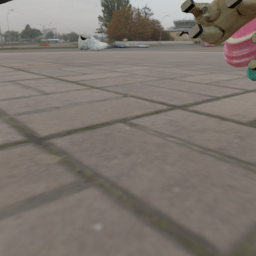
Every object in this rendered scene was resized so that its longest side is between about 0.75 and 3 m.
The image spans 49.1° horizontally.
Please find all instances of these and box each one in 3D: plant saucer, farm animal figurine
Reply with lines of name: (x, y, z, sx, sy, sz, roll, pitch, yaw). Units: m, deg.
plant saucer: (3.217, -2.437, 6.642, 2.268, 0.575, 2.268, -39, 22, 19)
farm animal figurine: (2.488, -2.027, 4.625, 1.458, 2.341, 2.899, -2, 36, -38)

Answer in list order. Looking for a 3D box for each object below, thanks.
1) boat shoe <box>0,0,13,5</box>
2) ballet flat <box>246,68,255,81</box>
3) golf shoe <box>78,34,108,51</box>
boat shoe: (-1.954, -2.707, 4.915, 2.340, 0.850, 0.734, -18, -9, -3)
ballet flat: (3.497, -1.754, 7.703, 0.449, 0.469, 1.334, -3, 32, 28)
golf shoe: (-0.860, -2.076, 6.805, 0.759, 0.369, 0.297, 4, 35, 10)
